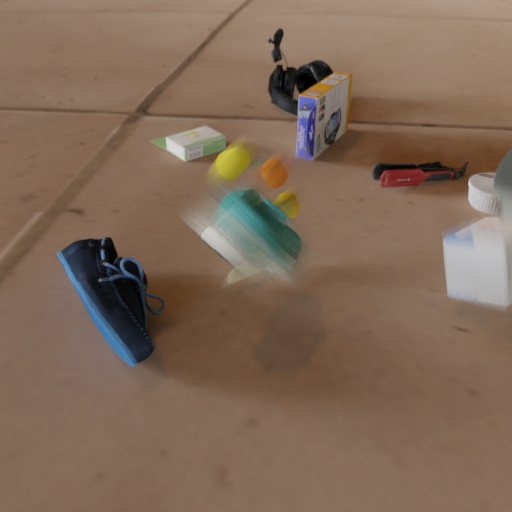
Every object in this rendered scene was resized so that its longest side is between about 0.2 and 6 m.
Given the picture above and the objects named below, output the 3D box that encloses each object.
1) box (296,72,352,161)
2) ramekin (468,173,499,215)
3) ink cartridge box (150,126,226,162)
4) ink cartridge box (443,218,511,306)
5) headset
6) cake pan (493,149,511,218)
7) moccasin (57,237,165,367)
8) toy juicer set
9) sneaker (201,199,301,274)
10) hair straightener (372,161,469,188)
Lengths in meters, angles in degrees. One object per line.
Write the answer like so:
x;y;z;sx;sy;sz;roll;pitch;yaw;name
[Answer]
1.451;-3.054;12.249;0.477;1.370;2.301;18;37;25;box
4.308;-1.112;10.141;0.957;0.446;0.957;0;34;0;ramekin
-1.550;-2.622;12.544;1.107;0.365;1.521;-24;42;-32;ink cartridge box
3.183;0.028;7.426;1.150;0.832;0.847;-22;18;-37;ink cartridge box
1.135;-4.778;14.815;1.887;1.436;3.056;-13;47;-20;headset
4.561;-1.453;7.869;2.784;0.511;2.784;-41;14;12;cake pan
-1.868;0.347;7.305;0.907;1.070;2.659;-29;43;-18;moccasin
0.033;-0.568;8.548;1.302;2.047;0.557;3;-10;-31;toy juicer set
0.134;-0.259;6.669;0.730;0.750;1.883;43;16;20;sneaker
3.243;-1.752;11.126;2.091;0.428;0.804;-10;35;-14;hair straightener
